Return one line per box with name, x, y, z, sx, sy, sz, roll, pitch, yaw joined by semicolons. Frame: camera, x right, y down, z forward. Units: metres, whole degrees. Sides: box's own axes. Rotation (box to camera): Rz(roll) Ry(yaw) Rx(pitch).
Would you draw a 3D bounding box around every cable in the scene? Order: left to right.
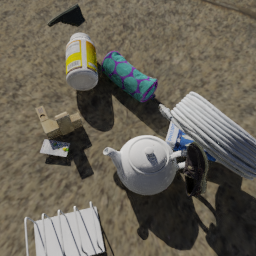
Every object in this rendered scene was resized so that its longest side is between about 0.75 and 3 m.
cable;2.521;0.201;7.822;1.005;2.903;2.903;-52;46;9

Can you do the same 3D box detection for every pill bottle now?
pill bottle;-1.858;-2.693;11.180;1.222;1.222;2.237;-5;61;-3

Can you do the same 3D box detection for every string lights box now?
string lights box;2.418;0.406;9.800;2.079;0.613;1.068;15;63;9

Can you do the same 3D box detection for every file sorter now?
file sorter;-1.786;3.034;8.013;1.962;1.221;1.361;-12;62;-7

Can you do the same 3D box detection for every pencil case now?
pencil case;0.058;-2.015;10.920;2.401;1.022;1.110;40;77;20

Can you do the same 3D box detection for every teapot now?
teapot;0.664;1.036;8.901;2.129;1.555;2.101;-38;69;-22

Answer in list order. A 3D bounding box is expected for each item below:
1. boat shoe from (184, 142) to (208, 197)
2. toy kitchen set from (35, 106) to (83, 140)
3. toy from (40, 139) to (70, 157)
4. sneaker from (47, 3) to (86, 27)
boat shoe;1.902;1.254;8.081;0.577;1.779;0.640;-23;31;-25
toy kitchen set;-2.514;-0.513;10.045;1.335;1.089;1.205;-24;64;-13
toy;-2.543;0.737;9.854;0.933;0.220;0.537;7;59;6
sneaker;-2.004;-3.497;9.199;1.206;0.641;0.451;-32;31;-2
